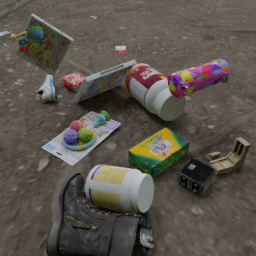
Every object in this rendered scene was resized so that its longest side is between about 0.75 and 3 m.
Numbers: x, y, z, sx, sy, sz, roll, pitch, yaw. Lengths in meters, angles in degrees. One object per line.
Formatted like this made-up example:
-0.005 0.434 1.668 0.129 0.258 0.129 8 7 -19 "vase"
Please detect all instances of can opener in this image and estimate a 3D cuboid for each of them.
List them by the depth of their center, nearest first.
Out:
0.418 2.818 7.858 0.391 0.491 1.467 24 22 -14 "can opener"

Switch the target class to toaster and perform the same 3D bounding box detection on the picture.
2.270 1.569 9.284 0.966 0.634 1.068 26 44 30 "toaster"

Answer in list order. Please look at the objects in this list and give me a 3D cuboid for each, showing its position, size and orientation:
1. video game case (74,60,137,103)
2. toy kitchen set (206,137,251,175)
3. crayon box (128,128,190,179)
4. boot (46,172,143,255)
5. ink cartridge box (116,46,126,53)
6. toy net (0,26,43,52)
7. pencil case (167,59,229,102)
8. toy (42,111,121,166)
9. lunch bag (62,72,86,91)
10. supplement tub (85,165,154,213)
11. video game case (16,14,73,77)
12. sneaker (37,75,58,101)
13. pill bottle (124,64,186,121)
-1.088 -2.197 13.286 2.866 2.052 0.258 -28 82 -31 "video game case"
3.385 0.851 9.864 1.177 1.062 0.960 -13 38 -23 "toy kitchen set"
1.139 0.865 10.232 2.017 0.588 1.198 -29 46 -33 "crayon box"
-0.767 2.488 7.757 2.393 0.951 2.748 0 47 9 "boot"
-0.471 -5.176 18.492 0.674 0.237 0.829 -3 33 -4 "ink cartridge box"
-3.486 -2.823 8.890 1.731 0.908 0.334 -22 78 -52 "toy net"
2.708 -1.878 10.745 2.463 1.089 1.089 -22 42 -16 "pencil case"
-1.814 0.104 11.168 1.673 0.686 2.905 24 43 29 "toy"
-2.782 -2.391 14.554 1.139 0.530 1.293 -31 47 -34 "lunch bag"
-0.234 1.779 8.210 1.722 1.252 1.252 4 35 29 "supplement tub"
-3.338 -3.209 11.120 1.745 1.917 0.219 30 36 -15 "video game case"
-4.054 -1.998 13.908 0.890 0.770 2.055 -14 39 -9 "sneaker"
1.191 -1.649 12.685 1.626 1.626 2.969 -19 41 -23 "pill bottle"
